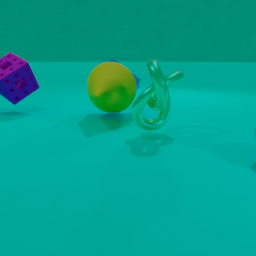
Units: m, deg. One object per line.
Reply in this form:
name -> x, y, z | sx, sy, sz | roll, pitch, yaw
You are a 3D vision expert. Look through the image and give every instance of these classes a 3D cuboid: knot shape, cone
knot shape -> 0.657, -0.813, 6.172 | 0.749, 1.620, 1.516 | 23, -18, 17
cone -> -0.611, -0.932, 7.216 | 1.439, 1.439, 1.444 | 3, 16, 11

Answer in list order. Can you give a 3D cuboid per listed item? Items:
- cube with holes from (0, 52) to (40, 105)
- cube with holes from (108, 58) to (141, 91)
cube with holes -> -3.602, -1.547, 8.746 | 1.000, 1.000, 1.000 | 31, 60, 31
cube with holes -> -0.370, -1.278, 8.624 | 1.068, 1.068, 1.068 | 37, -2, 2
